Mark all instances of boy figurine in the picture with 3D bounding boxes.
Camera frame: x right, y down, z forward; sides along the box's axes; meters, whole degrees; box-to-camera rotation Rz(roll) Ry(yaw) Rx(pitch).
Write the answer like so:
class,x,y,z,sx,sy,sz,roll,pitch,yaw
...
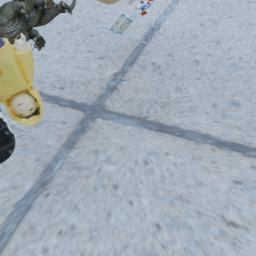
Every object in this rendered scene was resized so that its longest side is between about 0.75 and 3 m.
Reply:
class,x,y,z,sx,sy,sz,roll,pitch,yaw
boy figurine,-2.050,-0.841,4.284,1.362,2.191,0.706,-30,46,-9

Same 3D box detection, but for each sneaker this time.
class,x,y,z,sx,sy,sz,roll,pitch,yaw
sneaker,-1.888,-0.589,2.832,0.703,2.115,0.957,-29,37,-17

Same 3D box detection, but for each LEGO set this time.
class,x,y,z,sx,sy,sz,roll,pitch,yaw
LEGO set,0.266,-2.700,6.386,0.377,1.535,1.147,45,18,2

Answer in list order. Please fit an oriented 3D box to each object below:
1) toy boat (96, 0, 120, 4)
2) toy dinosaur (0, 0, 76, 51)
class,x,y,z,sx,sy,sz,roll,pitch,yaw
toy boat,-0.464,-4.394,7.404,2.138,1.182,2.544,-21,-4,26
toy dinosaur,-1.921,-2.084,5.198,1.323,0.996,2.587,12,58,26
